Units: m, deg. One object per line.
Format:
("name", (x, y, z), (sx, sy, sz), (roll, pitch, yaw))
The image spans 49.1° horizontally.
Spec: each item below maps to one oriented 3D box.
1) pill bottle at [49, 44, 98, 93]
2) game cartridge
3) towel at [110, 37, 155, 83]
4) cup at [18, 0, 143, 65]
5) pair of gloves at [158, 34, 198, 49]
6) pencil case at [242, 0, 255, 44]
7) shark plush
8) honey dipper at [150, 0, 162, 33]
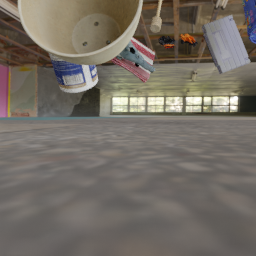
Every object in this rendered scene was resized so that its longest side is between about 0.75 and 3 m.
("pill bottle", (-2.206, -2.972, 10.696), (1.622, 2.923, 1.622), (-7, 34, 5))
("game cartridge", (3.379, -2.898, 9.756), (1.164, 1.795, 0.345), (-21, -1, -1))
("towel", (0.206, -3.164, 12.148), (1.947, 0.307, 2.703), (32, 38, -12))
("cup", (-1.002, -2.769, 7.177), (2.844, 2.844, 2.034), (0, -9, 5))
("pair of gloves", (1.956, -3.408, 11.052), (1.451, 0.179, 1.293), (-7, 35, -5))
("pencil case", (3.641, -3.437, 7.837), (0.833, 2.135, 0.927), (-11, -23, 24))
("shark plush", (-0.144, -2.870, 10.448), (2.815, 1.279, 1.172), (48, -7, -27))
("honey dipper", (1.024, -4.000, 9.592), (0.351, 1.846, 0.351), (7, -32, 4))
